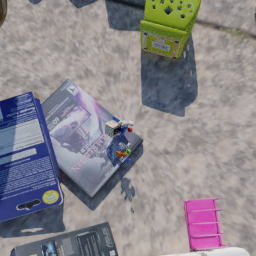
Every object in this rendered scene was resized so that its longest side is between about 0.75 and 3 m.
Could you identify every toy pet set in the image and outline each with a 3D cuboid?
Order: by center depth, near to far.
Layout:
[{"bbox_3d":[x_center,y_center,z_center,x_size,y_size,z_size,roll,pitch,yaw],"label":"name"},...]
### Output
[{"bbox_3d":[-0.089,0.156,6.574,0.879,0.942,0.500,30,40,34],"label":"toy pet set"}]

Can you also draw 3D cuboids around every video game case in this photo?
[{"bbox_3d":[-1.209,0.174,7.028,2.631,0.250,1.879,39,75,13],"label":"video game case"}]

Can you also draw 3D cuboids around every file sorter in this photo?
[{"bbox_3d":[1.705,2.077,6.123,0.730,0.659,1.051,-4,70,-1],"label":"file sorter"}]

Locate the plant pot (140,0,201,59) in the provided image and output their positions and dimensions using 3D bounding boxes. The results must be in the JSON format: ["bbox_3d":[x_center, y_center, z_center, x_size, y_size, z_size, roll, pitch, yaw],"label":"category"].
[{"bbox_3d":[1.031,-2.718,7.492,1.395,1.388,1.266,17,78,6],"label":"plant pot"}]

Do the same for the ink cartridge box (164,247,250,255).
[{"bbox_3d":[1.370,3.309,5.538,2.115,0.876,1.552,-4,70,-4],"label":"ink cartridge box"}]

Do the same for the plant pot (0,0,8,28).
[{"bbox_3d":[-3.238,-2.356,5.547,1.764,1.764,0.242,-34,64,-11],"label":"plant pot"}]

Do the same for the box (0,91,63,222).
[{"bbox_3d":[-2.529,0.643,6.457,1.599,0.428,2.640,-17,85,1],"label":"box"}]

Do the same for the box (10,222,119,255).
[{"bbox_3d":[-0.952,3.206,5.158,1.945,0.629,2.467,-4,61,-35],"label":"box"}]
